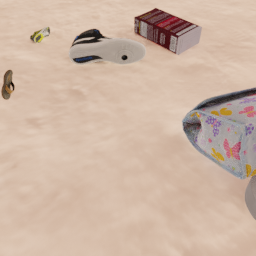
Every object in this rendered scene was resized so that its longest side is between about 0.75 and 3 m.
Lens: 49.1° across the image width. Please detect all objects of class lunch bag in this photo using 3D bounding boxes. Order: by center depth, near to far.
[{"bbox_3d":[2.890,-0.116,7.172,2.224,1.667,2.622,-14,20,-14],"label":"lunch bag"}]

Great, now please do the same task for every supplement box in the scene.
[{"bbox_3d":[1.618,-4.125,11.786,1.394,0.780,2.562,-34,55,-28],"label":"supplement box"}]

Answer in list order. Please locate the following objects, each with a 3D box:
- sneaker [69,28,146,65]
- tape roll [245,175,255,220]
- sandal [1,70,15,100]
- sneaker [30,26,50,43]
[{"bbox_3d":[-0.781,-3.286,10.781,2.874,1.050,1.608,-2,47,0],"label":"sneaker"},{"bbox_3d":[3.589,1.615,6.366,1.674,0.553,1.674,0,46,0],"label":"tape roll"},{"bbox_3d":[-2.964,-1.051,7.025,0.239,0.877,0.358,24,32,-2],"label":"sandal"},{"bbox_3d":[-3.763,-4.055,11.983,0.469,0.413,1.108,18,48,16],"label":"sneaker"}]
